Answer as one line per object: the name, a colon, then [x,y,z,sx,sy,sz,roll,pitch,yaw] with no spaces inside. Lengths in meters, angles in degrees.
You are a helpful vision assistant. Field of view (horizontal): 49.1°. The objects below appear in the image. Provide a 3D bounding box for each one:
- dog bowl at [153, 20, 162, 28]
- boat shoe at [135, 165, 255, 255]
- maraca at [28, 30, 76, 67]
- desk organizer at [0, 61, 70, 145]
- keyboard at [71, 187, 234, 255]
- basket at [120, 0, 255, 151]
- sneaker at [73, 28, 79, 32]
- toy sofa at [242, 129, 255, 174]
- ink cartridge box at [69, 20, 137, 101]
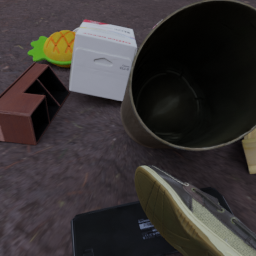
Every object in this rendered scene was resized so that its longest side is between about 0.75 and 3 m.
dog bowl: [1.438,-3.439,10.909,0.539,1.462,1.462,-24,36,7]
boat shoe: [0.848,1.122,3.405,0.681,0.741,2.073,-15,35,-29]
maraca: [-2.487,-2.892,10.232,2.262,1.210,1.551,1,54,2]
desk organizer: [-2.488,-0.752,7.502,1.045,0.974,2.715,7,37,5]
keyboard: [0.494,1.844,4.357,2.693,0.277,1.711,-10,40,-6]
basket: [0.924,-0.581,5.315,2.644,2.933,1.995,-38,90,-14]
sneaker: [-1.520,-3.393,11.124,2.422,0.985,1.069,26,41,32]
toy sofa: [3.323,0.021,6.527,1.074,1.266,2.594,-10,30,28]
ink cartridge box: [-0.729,-2.071,8.310,1.634,1.627,2.249,10,29,-7]
